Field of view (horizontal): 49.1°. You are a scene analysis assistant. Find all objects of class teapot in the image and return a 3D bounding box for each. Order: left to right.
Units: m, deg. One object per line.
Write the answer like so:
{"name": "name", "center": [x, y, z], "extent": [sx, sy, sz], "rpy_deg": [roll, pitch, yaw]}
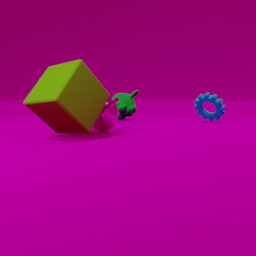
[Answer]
{"name": "teapot", "center": [-0.658, -0.392, 7.107], "extent": [0.738, 0.937, 1.507], "rpy_deg": [-44, 6, -38]}

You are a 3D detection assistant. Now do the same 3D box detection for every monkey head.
{"name": "monkey head", "center": [-0.264, -0.933, 10.912], "extent": [1.645, 0.991, 1.183], "rpy_deg": [-21, -15, 5]}

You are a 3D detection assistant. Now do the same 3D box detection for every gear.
{"name": "gear", "center": [2.878, -0.729, 9.902], "extent": [1.066, 1.066, 0.197], "rpy_deg": [5, 37, 40]}

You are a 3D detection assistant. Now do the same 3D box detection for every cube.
{"name": "cube", "center": [-1.257, -0.614, 5.907], "extent": [1.079, 1.079, 1.079], "rpy_deg": [0, -37, 39]}
